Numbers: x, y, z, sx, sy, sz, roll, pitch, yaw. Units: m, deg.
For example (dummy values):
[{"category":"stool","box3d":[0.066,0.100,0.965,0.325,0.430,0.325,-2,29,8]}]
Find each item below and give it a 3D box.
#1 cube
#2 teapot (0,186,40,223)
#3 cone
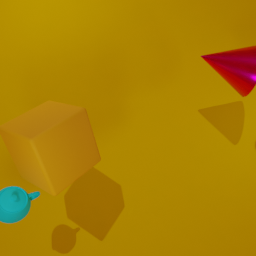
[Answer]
[{"category":"cube","box3d":[-1.547,0.337,5.688,1.279,1.279,1.279,-37,126,-37]},{"category":"teapot","box3d":[-2.385,1.522,5.672,1.220,0.597,0.758,-12,63,-36]},{"category":"cone","box3d":[2.480,-1.615,7.025,1.355,1.350,1.350,17,81,3]}]
